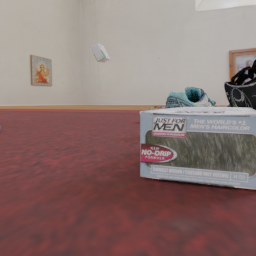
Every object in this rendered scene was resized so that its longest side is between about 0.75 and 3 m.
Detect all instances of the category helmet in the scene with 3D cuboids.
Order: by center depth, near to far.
[{"bbox_3d":[4.417,-1.091,9.413,2.072,1.975,2.072,-28,26,16],"label":"helmet"}]

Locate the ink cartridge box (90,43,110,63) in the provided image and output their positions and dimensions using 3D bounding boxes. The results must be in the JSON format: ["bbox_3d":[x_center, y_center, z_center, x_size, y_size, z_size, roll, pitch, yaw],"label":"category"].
[{"bbox_3d":[-1.166,-3.151,11.837,0.387,0.667,0.921,-27,3,13],"label":"ink cartridge box"}]

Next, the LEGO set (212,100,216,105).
[{"bbox_3d":[2.950,-0.718,12.199,1.353,1.019,1.759,22,-6,-8],"label":"LEGO set"}]

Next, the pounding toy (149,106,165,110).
[{"bbox_3d":[1.604,-0.809,13.796,1.139,0.521,1.000,3,6,27],"label":"pounding toy"}]

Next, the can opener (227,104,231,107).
[{"bbox_3d":[4.120,-0.590,11.689,2.359,0.928,0.748,-10,50,-46],"label":"can opener"}]

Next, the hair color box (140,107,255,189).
[{"bbox_3d":[1.104,0.091,3.845,1.209,0.740,2.442,2,5,21],"label":"hair color box"}]

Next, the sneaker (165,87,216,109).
[{"bbox_3d":[1.915,-0.473,7.236,1.052,1.170,2.710,5,8,41],"label":"sneaker"}]
